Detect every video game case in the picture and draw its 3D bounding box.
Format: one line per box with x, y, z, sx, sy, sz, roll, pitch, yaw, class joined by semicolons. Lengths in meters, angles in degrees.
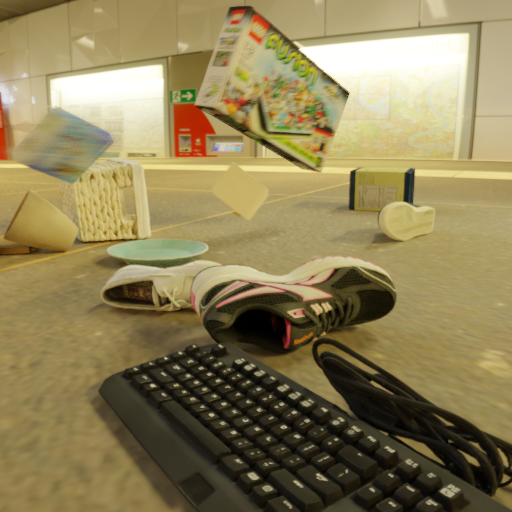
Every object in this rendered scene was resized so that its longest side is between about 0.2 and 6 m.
-3.469;-1.963;10.151;1.214;0.304;1.340;-39;-25;16;video game case

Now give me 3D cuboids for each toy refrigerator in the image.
-0.193;-0.744;6.889;0.512;0.471;1.348;38;2;-2;toy refrigerator

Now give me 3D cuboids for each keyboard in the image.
0.364;1.125;3.931;1.948;0.742;3.743;-9;16;-34;keyboard

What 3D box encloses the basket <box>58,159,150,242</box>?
-3.476;-1.268;12.584;1.514;1.663;2.454;-10;16;-24;basket

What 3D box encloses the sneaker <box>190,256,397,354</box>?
0.471;0.664;6.150;2.308;0.927;0.997;-6;31;-9;sneaker

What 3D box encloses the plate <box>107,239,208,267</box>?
-1.787;-0.043;10.229;1.824;0.233;1.824;0;12;0;plate

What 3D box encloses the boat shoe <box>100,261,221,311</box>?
-1.146;0.438;7.230;1.876;0.675;0.643;6;26;19;boat shoe

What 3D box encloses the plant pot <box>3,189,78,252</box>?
-4.022;-0.548;10.665;1.117;1.047;1.047;28;0;-25;plant pot

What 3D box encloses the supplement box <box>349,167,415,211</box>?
3.812;-2.028;16.900;1.747;1.174;1.749;4;13;19;supplement box

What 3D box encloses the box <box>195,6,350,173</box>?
0.520;-3.491;12.398;0.674;2.136;3.881;21;2;41;box

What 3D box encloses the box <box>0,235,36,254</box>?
-5.194;-0.220;11.136;1.611;0.171;1.317;-1;13;-9;box

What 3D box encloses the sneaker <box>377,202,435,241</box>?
3.077;-0.794;12.361;0.937;0.831;2.218;13;8;40;sneaker
